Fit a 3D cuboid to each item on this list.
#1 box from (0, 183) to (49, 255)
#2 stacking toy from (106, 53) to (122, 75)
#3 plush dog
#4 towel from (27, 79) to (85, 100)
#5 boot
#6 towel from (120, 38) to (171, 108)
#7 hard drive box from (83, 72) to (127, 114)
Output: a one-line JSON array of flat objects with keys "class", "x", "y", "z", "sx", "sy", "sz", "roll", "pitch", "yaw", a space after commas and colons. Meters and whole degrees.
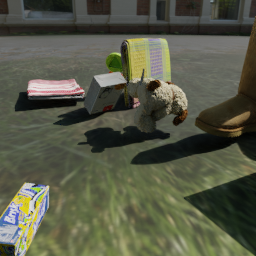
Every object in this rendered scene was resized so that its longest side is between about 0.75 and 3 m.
[{"class": "box", "x": -1.335, "y": 1.166, "z": 3.501, "sx": 0.364, "sy": 0.397, "sz": 1.134, "roll": 8, "pitch": 22, "yaw": 1}, {"class": "stacking toy", "x": -0.021, "y": -2.041, "z": 9.981, "sx": 1.696, "sy": 1.535, "sz": 0.716, "roll": 10, "pitch": 42, "yaw": 11}, {"class": "plush dog", "x": 0.827, "y": -0.705, "z": 6.568, "sx": 1.274, "sy": 1.190, "sz": 1.484, "roll": 4, "pitch": 60, "yaw": -30}, {"class": "towel", "x": -2.528, "y": -1.362, "z": 9.595, "sx": 1.748, "sy": 0.276, "sz": 2.428, "roll": -5, "pitch": 19, "yaw": -18}, {"class": "boot", "x": 2.593, "y": -1.201, "z": 6.058, "sx": 2.282, "sy": 2.606, "sz": 0.862, "roll": -7, "pitch": 27, "yaw": -33}, {"class": "towel", "x": 0.661, "y": -1.905, "z": 9.166, "sx": 0.318, "sy": 2.008, "sz": 2.796, "roll": 5, "pitch": 20, "yaw": 34}, {"class": "hard drive box", "x": -0.667, "y": -0.984, "z": 7.928, "sx": 0.881, "sy": 1.131, "sz": 0.434, "roll": -18, "pitch": 63, "yaw": -35}]
